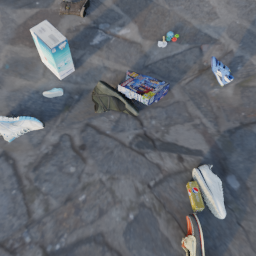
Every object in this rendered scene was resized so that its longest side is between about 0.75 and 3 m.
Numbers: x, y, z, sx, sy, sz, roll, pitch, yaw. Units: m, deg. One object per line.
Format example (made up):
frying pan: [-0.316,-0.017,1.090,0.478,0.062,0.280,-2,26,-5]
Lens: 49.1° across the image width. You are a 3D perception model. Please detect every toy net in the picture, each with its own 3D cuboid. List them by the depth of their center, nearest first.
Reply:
toy net: [1.844,-4.045,13.023,0.609,0.224,1.161,38,71,14]

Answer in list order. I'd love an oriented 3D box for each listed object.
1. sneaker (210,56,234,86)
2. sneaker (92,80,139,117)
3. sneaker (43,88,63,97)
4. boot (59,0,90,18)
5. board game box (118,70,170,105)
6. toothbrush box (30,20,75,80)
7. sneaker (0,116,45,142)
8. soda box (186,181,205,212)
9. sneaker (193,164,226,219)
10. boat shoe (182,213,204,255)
sneaker: [3.845,-2.409,11.527,0.597,1.452,0.537,-16,41,37]
sneaker: [-0.586,-0.893,11.220,2.035,1.165,0.778,32,21,-14]
sneaker: [-3.140,-1.507,11.758,0.829,0.307,0.340,-3,51,-8]
boot: [-2.650,-6.135,13.857,1.322,0.526,1.518,13,67,6]
board game box: [0.444,-1.647,11.329,1.846,0.570,1.847,28,39,21]
toothbrush box: [-3.082,-3.188,11.622,0.833,1.953,1.430,-39,71,-17]
sneaker: [-4.260,0.083,10.761,2.200,0.825,0.953,-2,70,8]
soda box: [2.323,2.365,9.695,0.316,0.334,0.987,-3,53,-9]
sneaker: [2.987,2.164,9.734,0.773,0.733,1.920,-15,65,-14]
boat shoe: [2.053,3.820,8.914,0.665,0.757,2.126,-4,67,3]
